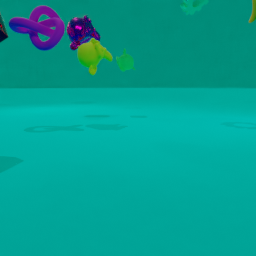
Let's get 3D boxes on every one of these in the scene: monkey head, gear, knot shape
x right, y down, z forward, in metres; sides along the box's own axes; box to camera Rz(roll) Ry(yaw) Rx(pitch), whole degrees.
[{"bbox_3d":[-1.002,-2.125,8.333,0.969,0.812,1.347,26,31,-48],"label":"monkey head"},{"bbox_3d":[2.352,-4.403,9.329,1.331,0.246,1.331,-33,-16,-11],"label":"gear"},{"bbox_3d":[-1.432,-3.025,8.909,0.842,1.397,1.005,-18,-34,28],"label":"monkey head"},{"bbox_3d":[-2.504,-2.939,8.328,1.694,0.783,1.585,-25,55,-33],"label":"knot shape"},{"bbox_3d":[-0.126,-2.628,10.942,0.638,1.059,0.762,-28,45,4],"label":"monkey head"}]

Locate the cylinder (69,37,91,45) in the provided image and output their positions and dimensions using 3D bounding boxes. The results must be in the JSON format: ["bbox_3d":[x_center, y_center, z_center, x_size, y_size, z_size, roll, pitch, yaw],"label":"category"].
[{"bbox_3d":[-1.928,-3.712,11.344,0.703,0.703,0.703,-48,25,-13],"label":"cylinder"}]

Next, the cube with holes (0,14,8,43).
[{"bbox_3d":[-2.865,-1.900,4.759,0.976,0.976,0.976,-31,-26,6],"label":"cube with holes"}]

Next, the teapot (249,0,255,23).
[{"bbox_3d":[3.057,-2.949,5.655,2.048,1.003,1.273,-42,45,-15],"label":"teapot"}]
